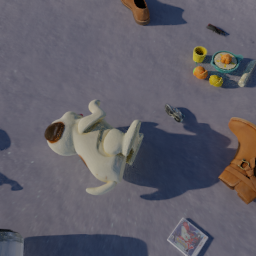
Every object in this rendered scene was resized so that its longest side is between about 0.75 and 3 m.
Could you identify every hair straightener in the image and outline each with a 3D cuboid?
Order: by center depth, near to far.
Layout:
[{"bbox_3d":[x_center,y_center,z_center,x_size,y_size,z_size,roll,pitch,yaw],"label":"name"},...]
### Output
[{"bbox_3d":[3.973,-4.386,12.712,0.964,0.197,0.371,38,68,14],"label":"hair straightener"}]

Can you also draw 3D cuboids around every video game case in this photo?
[{"bbox_3d":[1.811,3.348,8.475,0.937,0.108,0.854,36,67,18],"label":"video game case"}]

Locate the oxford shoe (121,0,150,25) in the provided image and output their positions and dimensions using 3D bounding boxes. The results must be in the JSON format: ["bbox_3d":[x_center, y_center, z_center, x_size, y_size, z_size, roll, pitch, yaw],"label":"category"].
[{"bbox_3d":[0.337,-6.089,13.200,0.961,0.961,2.695,-23,62,-11],"label":"oxford shoe"}]

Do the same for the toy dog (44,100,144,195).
[{"bbox_3d":[-1.235,0.509,9.224,2.894,2.020,2.806,21,84,13],"label":"toy dog"}]

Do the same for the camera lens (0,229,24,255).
[{"bbox_3d":[-3.655,3.824,7.303,1.689,1.689,2.112,-6,61,-3],"label":"camera lens"}]

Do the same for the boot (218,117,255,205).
[{"bbox_3d":[3.804,1.024,9.337,2.067,1.021,2.663,-41,58,2],"label":"boot"}]

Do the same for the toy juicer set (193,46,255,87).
[{"bbox_3d":[3.926,-2.443,11.304,2.686,0.731,1.709,10,61,5],"label":"toy juicer set"}]

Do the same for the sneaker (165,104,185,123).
[{"bbox_3d":[1.761,-0.597,10.564,0.388,0.349,0.898,-34,73,-30],"label":"sneaker"}]
